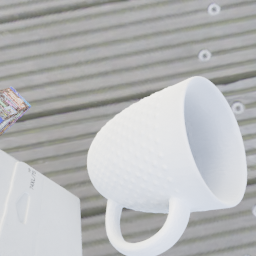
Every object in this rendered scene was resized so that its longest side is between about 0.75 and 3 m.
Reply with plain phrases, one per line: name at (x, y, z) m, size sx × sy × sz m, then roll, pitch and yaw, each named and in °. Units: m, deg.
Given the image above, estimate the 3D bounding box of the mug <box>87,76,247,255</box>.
mug at (0.439, 0.780, 4.937) m, size 2.100 × 2.493 × 2.844 m, roll 41°, pitch 47°, yaw -31°

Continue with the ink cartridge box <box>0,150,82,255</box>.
ink cartridge box at (-2.415, 2.187, 4.679) m, size 2.742 × 2.011 × 2.002 m, roll -39°, pitch 122°, yaw 14°

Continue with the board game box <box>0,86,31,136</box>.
board game box at (-2.757, -0.219, 5.739) m, size 1.003 × 1.258 × 0.609 m, roll -41°, pitch 100°, yaw 13°
